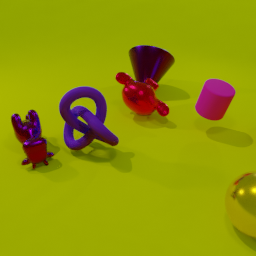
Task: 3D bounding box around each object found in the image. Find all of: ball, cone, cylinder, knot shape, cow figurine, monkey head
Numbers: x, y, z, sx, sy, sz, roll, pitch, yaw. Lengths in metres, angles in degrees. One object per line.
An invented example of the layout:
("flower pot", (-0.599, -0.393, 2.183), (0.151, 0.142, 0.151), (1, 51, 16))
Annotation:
("ball", (2.268, 1.312, 4.810), (1.154, 1.154, 1.154), (0, 32, 0))
("cone", (0.626, -1.634, 9.371), (1.607, 1.613, 1.607), (12, -11, 2))
("cylinder", (2.219, -0.728, 7.181), (0.789, 0.789, 0.789), (7, 42, -7))
("knot shape", (-0.981, -0.224, 6.488), (1.640, 1.535, 0.758), (8, 32, 28))
("cow figurine", (-2.353, 0.284, 6.789), (0.777, 1.393, 1.415), (-17, 1, -24))
("monkey head", (0.468, -1.018, 8.157), (1.826, 1.100, 1.314), (38, 76, 1))
